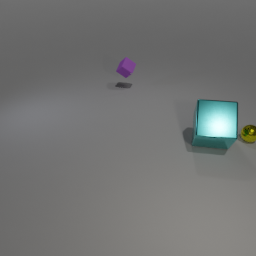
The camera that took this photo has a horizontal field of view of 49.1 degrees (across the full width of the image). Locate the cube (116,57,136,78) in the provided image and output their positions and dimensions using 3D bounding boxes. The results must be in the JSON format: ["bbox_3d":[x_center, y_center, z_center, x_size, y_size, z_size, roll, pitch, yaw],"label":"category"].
[{"bbox_3d":[-0.102,-3.279,15.232,0.700,0.700,0.700,31,63,-22],"label":"cube"}]

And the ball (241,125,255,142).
[{"bbox_3d":[4.785,0.214,10.969,0.700,0.700,0.700,0,30,0],"label":"ball"}]

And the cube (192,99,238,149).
[{"bbox_3d":[3.149,-0.113,10.286,1.400,1.400,1.400,5,73,9],"label":"cube"}]
